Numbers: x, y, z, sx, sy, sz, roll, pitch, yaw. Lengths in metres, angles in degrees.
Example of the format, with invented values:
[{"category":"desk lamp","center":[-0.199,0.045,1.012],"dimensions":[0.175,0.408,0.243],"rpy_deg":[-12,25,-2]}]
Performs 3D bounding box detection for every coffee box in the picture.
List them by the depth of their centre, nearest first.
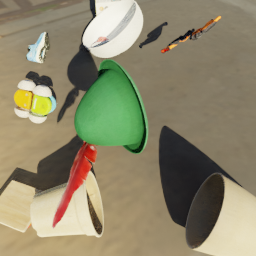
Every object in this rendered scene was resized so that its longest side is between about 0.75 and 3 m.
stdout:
[{"category":"coffee box","center":[-0.757,-4.864,11.553],"dimensions":[1.149,1.161,1.162],"rpy_deg":[-5,48,-4]}]

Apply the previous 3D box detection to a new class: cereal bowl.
[{"category":"cereal bowl","center":[-0.433,-3.419,10.098],"dimensions":[2.366,0.985,2.366],"rpy_deg":[-21,47,24]}]

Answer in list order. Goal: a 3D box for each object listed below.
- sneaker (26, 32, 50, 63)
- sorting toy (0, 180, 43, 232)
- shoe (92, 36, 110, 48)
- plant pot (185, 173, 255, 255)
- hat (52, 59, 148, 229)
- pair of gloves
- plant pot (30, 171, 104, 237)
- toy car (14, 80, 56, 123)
[{"category":"sneaker","center":[-3.338,-3.008,10.282],"dimensions":[0.703,0.613,1.563],"rpy_deg":[0,48,5]},{"category":"sorting toy","center":[-2.393,1.750,6.175],"dimensions":[0.936,0.326,0.931],"rpy_deg":[16,50,14]},{"category":"shoe","center":[-1.057,-3.176,10.441],"dimensions":[0.788,0.282,0.358],"rpy_deg":[-25,55,-24]},{"category":"plant pot","center":[2.196,1.906,5.412],"dimensions":[1.640,1.536,1.536],"rpy_deg":[25,51,0]},{"category":"hat","center":[-0.803,-0.030,4.452],"dimensions":[1.769,1.664,2.009],"rpy_deg":[-20,35,-21]},{"category":"pair of gloves","center":[1.856,-2.700,8.199],"dimensions":[1.424,0.198,1.599],"rpy_deg":[-43,19,-33]},{"category":"plant pot","center":[-1.253,1.653,5.739],"dimensions":[1.216,1.329,1.329],"rpy_deg":[-12,48,3]},{"category":"toy car","center":[-2.637,-0.779,8.152],"dimensions":[1.218,1.066,0.913],"rpy_deg":[20,15,18]}]
